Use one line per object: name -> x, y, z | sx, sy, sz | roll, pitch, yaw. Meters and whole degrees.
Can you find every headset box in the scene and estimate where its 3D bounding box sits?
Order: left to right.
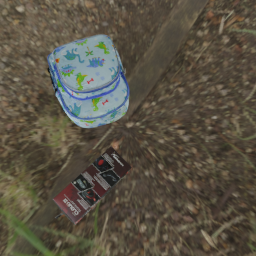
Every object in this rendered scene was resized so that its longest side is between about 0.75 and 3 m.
headset box -> -0.836, 1.329, 6.004 | 0.654, 1.295, 1.743 | 45, 70, 7

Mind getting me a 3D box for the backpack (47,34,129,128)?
backpack -> -0.897, -1.098, 6.726 | 1.812, 1.455, 1.980 | -19, 77, -9
